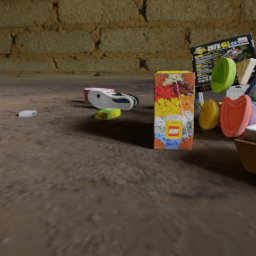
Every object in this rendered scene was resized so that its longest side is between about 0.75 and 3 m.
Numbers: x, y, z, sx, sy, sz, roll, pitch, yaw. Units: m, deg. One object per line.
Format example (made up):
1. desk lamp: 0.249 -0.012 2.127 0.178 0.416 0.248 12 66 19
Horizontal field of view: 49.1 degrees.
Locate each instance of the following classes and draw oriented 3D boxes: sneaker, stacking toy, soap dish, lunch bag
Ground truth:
1. sneaker: -0.623 -1.280 13.137 2.361 0.862 1.321 14 14 23
2. stacking toy: 3.183 -0.827 8.064 1.047 2.244 2.479 8 10 -12
3. soap dish: 3.338 0.487 4.914 1.767 0.912 2.247 -9 16 -35
4. lunch bag: 5.234 -0.586 7.626 2.550 1.911 2.999 -6 43 -24

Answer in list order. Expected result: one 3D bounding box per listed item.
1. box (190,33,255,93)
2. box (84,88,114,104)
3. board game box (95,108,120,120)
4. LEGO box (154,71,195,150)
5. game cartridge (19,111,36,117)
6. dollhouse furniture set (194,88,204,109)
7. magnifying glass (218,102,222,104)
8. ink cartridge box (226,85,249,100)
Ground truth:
1. box: 3.380 -2.278 9.906 2.155 1.721 0.532 -10 -25 18
2. box: -1.514 -1.650 14.590 1.556 0.798 0.736 12 17 39
3. board game box: -0.788 -0.558 10.974 0.566 0.265 1.114 5 14 23
4. LEGO box: 1.225 -0.625 7.718 0.949 1.831 2.459 1 12 8
5. game cartridge: -4.107 -0.588 11.395 0.535 0.167 0.803 4 13 -2
6. dollhouse furniture set: 2.486 -1.527 12.371 1.625 1.534 1.060 -4 7 44
7. magnifying glass: 5.155 -1.150 13.678 2.648 0.297 1.054 -2 13 -19
8. ink cartridge box: 5.851 -1.834 14.963 1.133 0.983 0.247 5 14 23
